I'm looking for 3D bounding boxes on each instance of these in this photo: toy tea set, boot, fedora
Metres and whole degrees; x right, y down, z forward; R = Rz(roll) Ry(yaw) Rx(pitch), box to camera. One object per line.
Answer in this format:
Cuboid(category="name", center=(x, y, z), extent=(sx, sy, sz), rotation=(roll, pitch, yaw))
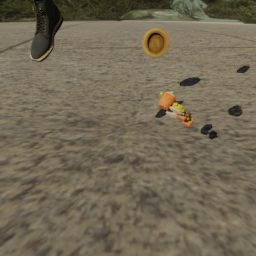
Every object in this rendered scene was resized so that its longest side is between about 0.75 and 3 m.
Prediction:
Cuboid(category="toy tea set", center=(0.916, -0.358, 5.044), extent=(0.544, 0.338, 0.915), rotation=(28, -5, 35))
Cuboid(category="boot", center=(-1.284, -1.490, 4.058), extent=(0.350, 0.905, 0.626), rotation=(12, -15, 7))
Cuboid(category="fedora", center=(0.858, -2.645, 8.784), extent=(0.906, 0.906, 0.369), rotation=(0, 8, 0))
